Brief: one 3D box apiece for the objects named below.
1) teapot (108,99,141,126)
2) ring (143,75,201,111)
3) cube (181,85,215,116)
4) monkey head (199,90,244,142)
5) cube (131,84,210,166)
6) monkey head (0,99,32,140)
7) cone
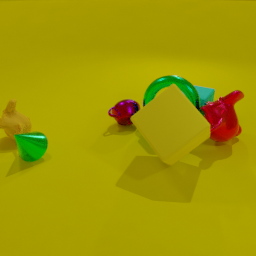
[{"bbox_3d":[0.013,-0.428,8.944,1.528,0.950,0.748,6,58,-36],"label":"teapot"},{"bbox_3d":[1.292,-0.716,8.457,1.755,1.755,0.351,10,23,18],"label":"ring"},{"bbox_3d":[2.070,-0.689,9.103,1.103,1.103,1.103,15,31,27],"label":"cube"},{"bbox_3d":[2.702,-0.286,7.713,1.941,1.396,1.169,7,55,-50],"label":"monkey head"},{"bbox_3d":[1.050,-0.014,6.663,1.273,1.273,1.273,-38,71,6],"label":"cube"},{"bbox_3d":[-3.173,-0.227,8.040,0.898,1.072,1.490,23,11,-16],"label":"monkey head"},{"bbox_3d":[-2.606,0.325,7.028,0.861,0.864,0.861,-5,67,11],"label":"cone"}]
